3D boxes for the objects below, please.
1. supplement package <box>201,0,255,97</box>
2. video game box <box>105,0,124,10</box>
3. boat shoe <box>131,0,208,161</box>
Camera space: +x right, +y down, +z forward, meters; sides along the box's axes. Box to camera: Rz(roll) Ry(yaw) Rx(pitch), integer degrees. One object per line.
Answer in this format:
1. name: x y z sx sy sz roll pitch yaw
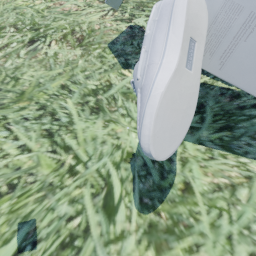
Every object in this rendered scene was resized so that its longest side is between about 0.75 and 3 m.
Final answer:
1. supplement package: 2.726 -2.167 5.308 2.708 2.589 1.991 28 34 -1
2. video game box: 0.220 -4.893 7.997 0.577 2.467 2.248 23 86 -15
3. boat shoe: 0.514 -0.878 4.460 0.938 2.739 0.986 5 -5 44
